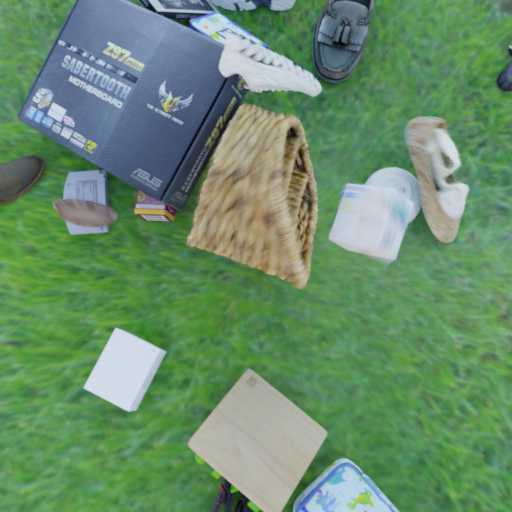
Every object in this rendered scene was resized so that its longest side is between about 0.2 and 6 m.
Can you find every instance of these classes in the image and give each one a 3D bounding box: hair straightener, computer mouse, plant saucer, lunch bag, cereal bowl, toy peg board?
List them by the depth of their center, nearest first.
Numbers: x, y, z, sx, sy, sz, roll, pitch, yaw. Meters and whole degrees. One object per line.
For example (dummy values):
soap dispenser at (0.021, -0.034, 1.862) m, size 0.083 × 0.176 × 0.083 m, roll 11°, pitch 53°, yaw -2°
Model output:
lunch bag at (1.631, 4.592, 9.442) m, size 1.534 × 0.787 × 1.909 m, roll -41°, pitch 79°, yaw -5°
hair straightener at (-0.446, 4.745, 9.618) m, size 0.972 × 0.517 × 2.525 m, roll 21°, pitch 73°, yaw 0°
toy peg board at (-0.048, 3.262, 9.631) m, size 1.798 × 0.880 × 1.791 m, roll 39°, pitch 47°, yaw 7°
plant saucer at (-3.000, -0.737, 9.832) m, size 1.089 × 1.089 × 0.188 m, roll 17°, pitch 109°, yaw 4°
cereal bowl at (2.668, -1.183, 10.876) m, size 1.194 × 0.497 × 1.194 m, roll 0°, pitch 77°, yaw 1°
lunch bag at (-0.812, -3.928, 11.156) m, size 1.451 × 1.087 × 1.706 m, roll 38°, pitch 79°, yaw 14°
computer mouse at (5.374, -3.879, 11.593) m, size 0.711 × 0.271 × 1.026 m, roll 34°, pitch 79°, yaw 6°

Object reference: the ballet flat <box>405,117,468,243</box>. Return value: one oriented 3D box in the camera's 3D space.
ballet flat at (3.423, -1.408, 10.345) m, size 0.858 × 0.795 × 2.435 m, roll -27°, pitch 100°, yaw -31°

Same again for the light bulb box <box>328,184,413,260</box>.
light bulb box at (1.799, -0.547, 8.797) m, size 0.956 × 0.602 × 0.964 m, roll 15°, pitch 83°, yaw 44°

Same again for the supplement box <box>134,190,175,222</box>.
supplement box at (-1.907, -1.204, 10.819) m, size 0.646 × 0.509 × 0.987 m, roll 4°, pitch 77°, yaw 14°

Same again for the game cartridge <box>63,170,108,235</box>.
game cartridge at (-3.339, -1.046, 10.982) m, size 0.843 × 0.256 × 1.265 m, roll -3°, pitch 77°, yaw -4°

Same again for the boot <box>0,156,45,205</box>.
boot at (-5.169, -1.444, 10.640) m, size 2.173 × 1.053 × 0.812 m, roll -27°, pitch 79°, yaw -6°

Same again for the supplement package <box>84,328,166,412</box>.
supplement package at (-2.337, 2.040, 10.062) m, size 0.919 × 0.654 × 1.180 m, roll 25°, pitch 78°, yaw 5°

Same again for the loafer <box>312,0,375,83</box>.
loafer at (1.923, -5.169, 11.502) m, size 1.147 × 1.004 × 3.191 m, roll 17°, pitch 78°, yaw 4°

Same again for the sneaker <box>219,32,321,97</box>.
sneaker at (0.229, -3.018, 9.312) m, size 1.796 × 0.675 × 0.728 m, roll 20°, pitch 111°, yaw -19°

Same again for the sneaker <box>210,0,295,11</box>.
sneaker at (-0.150, -5.958, 11.800) m, size 1.981 × 0.791 × 1.289 m, roll 0°, pitch 76°, yaw 0°

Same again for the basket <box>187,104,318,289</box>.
basket at (0.333, -1.237, 9.451) m, size 2.099 × 2.011 × 2.818 m, roll 21°, pitch 35°, yaw -1°

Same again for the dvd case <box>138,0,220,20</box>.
dvd case at (-1.752, -5.326, 11.346) m, size 1.401 × 0.230 × 1.864 m, roll 52°, pitch 41°, yaw 10°

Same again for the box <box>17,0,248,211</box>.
box at (-2.276, -2.961, 10.370) m, size 3.697 × 0.943 × 2.916 m, roll 31°, pitch 93°, yaw 17°
